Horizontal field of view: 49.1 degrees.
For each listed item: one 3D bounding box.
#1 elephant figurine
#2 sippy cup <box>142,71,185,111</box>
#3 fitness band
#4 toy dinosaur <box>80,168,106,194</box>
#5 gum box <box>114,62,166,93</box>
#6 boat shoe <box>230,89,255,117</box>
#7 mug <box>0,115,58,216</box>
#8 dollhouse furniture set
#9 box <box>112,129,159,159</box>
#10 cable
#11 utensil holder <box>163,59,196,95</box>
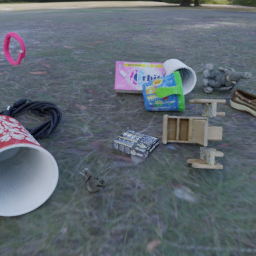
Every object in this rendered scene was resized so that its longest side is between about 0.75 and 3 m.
[{"bbox_3d":[4.607,-2.292,13.245,2.056,1.455,1.595,1,43,14],"label":"elephant figurine"},{"bbox_3d":[1.403,-1.385,11.470,1.559,2.127,1.671,-10,57,5],"label":"sippy cup"},{"bbox_3d":[-3.271,-2.249,8.026,0.726,1.011,0.189,46,46,2],"label":"fitness band"},{"bbox_3d":[-0.879,1.501,7.448,0.549,0.413,1.074,-22,41,-10],"label":"toy dinosaur"},{"bbox_3d":[0.577,-2.332,13.100,2.302,1.306,0.761,3,-3,5],"label":"gum box"},{"bbox_3d":[5.281,-0.965,11.242,2.441,0.903,0.901,25,37,37],"label":"boat shoe"},{"bbox_3d":[-3.390,0.807,7.186,2.417,1.817,2.723,-16,28,-27],"label":"mug"},{"bbox_3d":[1.884,0.101,8.460,1.420,1.873,2.137,2,3,1],"label":"dollhouse furniture set"},{"bbox_3d":[0.255,0.500,9.227,1.245,0.306,1.004,17,32,28],"label":"box"},{"bbox_3d":[-3.796,-0.369,10.373,2.315,0.721,2.838,-26,39,-38],"label":"cable"},{"bbox_3d":[2.347,-2.519,13.558,1.408,1.408,1.657,-4,28,-7],"label":"utensil holder"}]
